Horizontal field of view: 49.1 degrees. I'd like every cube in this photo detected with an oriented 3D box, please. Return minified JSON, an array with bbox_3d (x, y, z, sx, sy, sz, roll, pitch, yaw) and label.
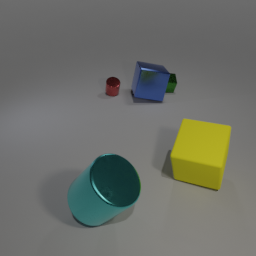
[{"bbox_3d":[2.169,0.764,8.306,1.400,1.400,1.400,11,56,22],"label":"cube"},{"bbox_3d":[1.038,-2.258,13.433,1.400,1.400,1.400,7,26,-11],"label":"cube"},{"bbox_3d":[2.032,-2.305,14.243,0.700,0.700,0.700,3,55,-8],"label":"cube"}]

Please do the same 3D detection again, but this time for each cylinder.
[{"bbox_3d":[-0.756,-2.050,13.866,0.700,0.700,0.700,4,59,-6],"label":"cylinder"},{"bbox_3d":[-0.615,1.561,7.039,1.400,1.400,1.400,21,47,-25],"label":"cylinder"}]
